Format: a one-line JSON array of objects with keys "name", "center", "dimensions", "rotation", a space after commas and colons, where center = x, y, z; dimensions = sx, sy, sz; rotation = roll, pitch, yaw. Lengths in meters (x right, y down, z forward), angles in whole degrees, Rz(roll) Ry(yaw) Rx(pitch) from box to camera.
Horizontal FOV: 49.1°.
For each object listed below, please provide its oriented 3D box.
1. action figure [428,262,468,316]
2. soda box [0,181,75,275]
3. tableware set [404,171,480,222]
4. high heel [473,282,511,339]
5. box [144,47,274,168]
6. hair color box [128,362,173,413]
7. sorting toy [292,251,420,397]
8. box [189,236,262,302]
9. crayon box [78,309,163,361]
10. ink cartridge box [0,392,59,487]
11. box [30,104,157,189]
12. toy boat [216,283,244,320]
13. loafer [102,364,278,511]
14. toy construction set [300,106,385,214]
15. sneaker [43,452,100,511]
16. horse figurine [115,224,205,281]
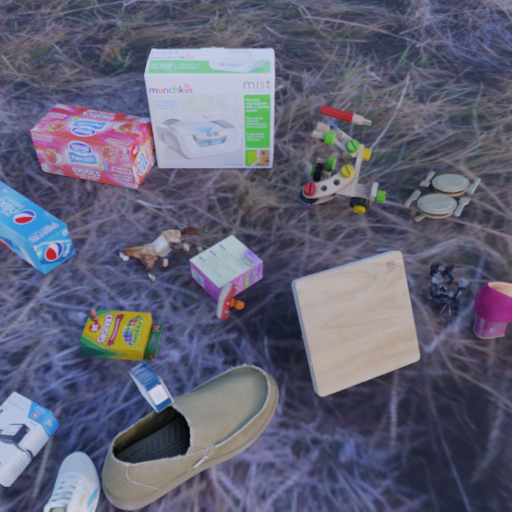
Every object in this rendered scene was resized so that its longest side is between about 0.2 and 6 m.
[{"name": "action figure", "center": [3.670, 0.579, 10.851], "dimensions": [0.676, 0.581, 1.138], "rotation": [12, 44, -4]}, {"name": "soda box", "center": [-5.041, -0.683, 11.842], "dimensions": [2.573, 0.873, 0.825], "rotation": [30, 53, 26]}, {"name": "tableware set", "center": [4.299, -1.324, 12.846], "dimensions": [1.227, 0.372, 1.856], "rotation": [15, 41, 30]}, {"name": "high heel", "center": [5.148, 0.734, 10.121], "dimensions": [2.532, 1.217, 0.853], "rotation": [-17, 41, -11]}, {"name": "box", "center": [-1.004, -3.520, 13.430], "dimensions": [2.883, 2.544, 1.394], "rotation": [1, 46, 0]}, {"name": "hair color box", "center": [-1.577, 1.934, 8.340], "dimensions": [0.286, 0.473, 0.946], "rotation": [-31, 15, -21]}, {"name": "sorting toy", "center": [1.624, 1.086, 9.589], "dimensions": [1.991, 1.979, 0.693], "rotation": [-16, 10, -18]}, {"name": "box", "center": [-0.596, 0.264, 11.169], "dimensions": [1.099, 0.531, 0.967], "rotation": [-32, 54, -26]}, {"name": "crayon box", "center": [-2.434, 1.432, 10.176], "dimensions": [1.347, 0.342, 0.855], "rotation": [3, 46, 3]}, {"name": "ink cartridge box", "center": [-3.811, 2.832, 8.714], "dimensions": [0.830, 0.479, 1.144], "rotation": [20, 49, 19]}, {"name": "box", "center": [-3.857, -2.658, 13.495], "dimensions": [2.592, 1.237, 1.292], "rotation": [12, 47, 11]}, {"name": "toy boat", "center": [-0.452, 0.856, 10.338], "dimensions": [0.465, 0.712, 0.464], "rotation": [12, 30, 2]}, {"name": "loafer", "center": [-0.913, 2.615, 8.528], "dimensions": [3.104, 1.047, 1.180], "rotation": [-32, 54, -27]}, {"name": "toy construction set", "center": [2.105, -2.051, 12.324], "dimensions": [1.831, 2.383, 1.987], "rotation": [17, 56, 9]}, {"name": "sneaker", "center": [-2.644, 3.539, 7.902], "dimensions": [0.640, 0.676, 1.674], "rotation": [-3, 45, -1]}, {"name": "horse figurine", "center": [-1.870, -0.158, 11.585], "dimensions": [1.768, 0.441, 1.172], "rotation": [-33, 41, -21]}]
